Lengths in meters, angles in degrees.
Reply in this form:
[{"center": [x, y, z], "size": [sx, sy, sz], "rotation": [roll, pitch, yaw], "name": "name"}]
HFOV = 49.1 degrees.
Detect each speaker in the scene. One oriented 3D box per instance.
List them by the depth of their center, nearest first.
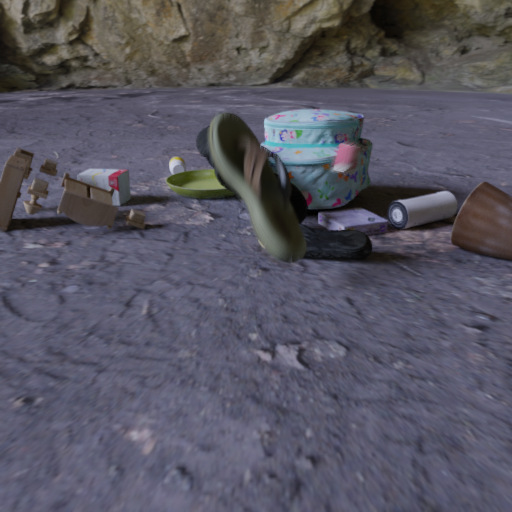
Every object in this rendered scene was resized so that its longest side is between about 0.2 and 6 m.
[{"center": [3.905, -1.072, 13.100], "size": [1.664, 0.676, 0.676], "rotation": [-13, 25, -29], "name": "speaker"}]

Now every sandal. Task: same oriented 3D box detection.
[{"center": [0.194, -1.290, 9.679], "size": [1.157, 2.913, 0.831], "rotation": [-17, -17, -46], "name": "sandal"}]

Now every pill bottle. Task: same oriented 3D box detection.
[{"center": [-2.485, -2.810, 17.740], "size": [0.510, 0.510, 0.916], "rotation": [-4, 23, -9], "name": "pill bottle"}]

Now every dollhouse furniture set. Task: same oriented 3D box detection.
[{"center": [-4.490, -1.110, 13.462], "size": [3.174, 1.550, 2.707], "rotation": [18, 16, -22], "name": "dollhouse furniture set"}]

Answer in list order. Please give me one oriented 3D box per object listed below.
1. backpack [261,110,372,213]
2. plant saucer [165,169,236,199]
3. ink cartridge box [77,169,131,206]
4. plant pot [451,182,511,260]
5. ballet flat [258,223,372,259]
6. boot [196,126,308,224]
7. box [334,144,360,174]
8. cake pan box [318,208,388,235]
[{"center": [1.338, -2.385, 14.229], "size": [2.978, 2.525, 3.354], "rotation": [7, 28, 22], "name": "backpack"}, {"center": [-1.353, -2.029, 15.937], "size": [2.410, 0.374, 2.410], "rotation": [0, 22, 0], "name": "plant saucer"}, {"center": [-4.004, -1.822, 14.783], "size": [1.119, 0.813, 0.810], "rotation": [3, 22, 8], "name": "ink cartridge box"}, {"center": [4.897, -0.510, 11.012], "size": [1.523, 1.423, 1.423], "rotation": [32, 36, 32], "name": "plant pot"}, {"center": [1.145, -0.201, 11.235], "size": [2.338, 0.664, 0.777], "rotation": [7, 62, 21], "name": "ballet flat"}, {"center": [-0.082, -1.807, 12.540], "size": [2.638, 0.993, 1.972], "rotation": [37, 12, -33], "name": "boot"}, {"center": [1.994, -2.128, 12.297], "size": [0.376, 0.587, 0.320], "rotation": [0, 17, -41], "name": "box"}, {"center": [2.186, -0.782, 12.837], "size": [1.151, 0.327, 1.250], "rotation": [-7, 23, -23], "name": "cake pan box"}]
